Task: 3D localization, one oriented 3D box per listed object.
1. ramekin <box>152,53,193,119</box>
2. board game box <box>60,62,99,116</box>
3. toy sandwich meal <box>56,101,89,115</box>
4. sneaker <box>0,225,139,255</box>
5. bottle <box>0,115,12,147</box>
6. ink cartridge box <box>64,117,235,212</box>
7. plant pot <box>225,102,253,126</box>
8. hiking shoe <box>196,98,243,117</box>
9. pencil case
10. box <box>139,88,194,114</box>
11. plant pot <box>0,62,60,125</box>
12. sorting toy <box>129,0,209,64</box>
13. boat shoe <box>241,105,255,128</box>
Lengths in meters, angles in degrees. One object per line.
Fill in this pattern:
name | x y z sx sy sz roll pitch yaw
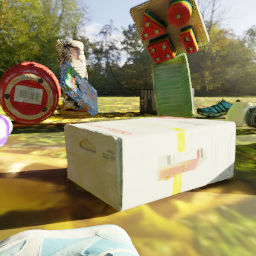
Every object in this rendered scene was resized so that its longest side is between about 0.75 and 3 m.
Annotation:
ramekin | 1.590 -1.348 10.098 1.205 2.466 2.466 -7 6 10
board game box | -1.484 -1.195 8.681 0.270 1.476 1.116 -29 43 19
toy sandwich meal | -2.645 -1.067 13.822 1.954 0.669 1.954 4 10 -1
sneaker | -0.317 0.802 1.432 0.988 0.393 0.645 -5 8 -26
bottle | -2.841 0.096 5.447 0.904 0.707 2.164 -1 8 -5
ink cartridge box | 0.276 0.306 3.644 1.838 0.767 1.334 -5 9 -35
plant pot | 3.973 -0.505 9.724 1.145 0.769 1.145 0 7 0
hiking shoe | 3.987 -0.890 12.278 1.932 0.838 0.719 3 8 18
pencil case | -1.927 -1.804 9.700 0.927 2.384 1.066 1 12 38
box | 2.005 -1.406 14.306 2.229 1.309 2.193 4 9 27
plant pot | -3.515 -1.197 10.029 2.194 2.194 1.997 -2 17 -17
sorting toy | 1.281 -3.067 8.781 1.994 1.982 0.694 -11 43 28
boat shoe | 4.844 -0.399 8.241 2.726 0.978 0.924 -3 7 -1
